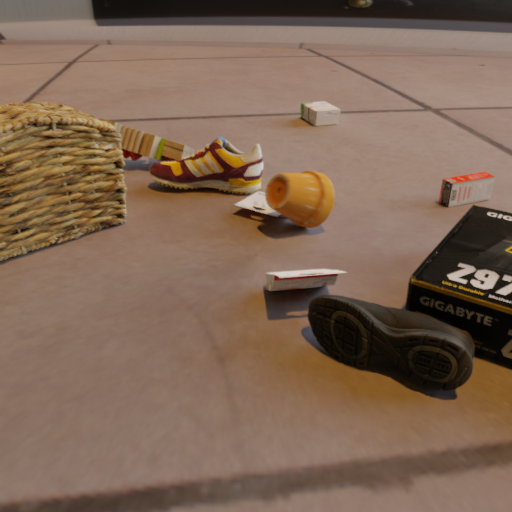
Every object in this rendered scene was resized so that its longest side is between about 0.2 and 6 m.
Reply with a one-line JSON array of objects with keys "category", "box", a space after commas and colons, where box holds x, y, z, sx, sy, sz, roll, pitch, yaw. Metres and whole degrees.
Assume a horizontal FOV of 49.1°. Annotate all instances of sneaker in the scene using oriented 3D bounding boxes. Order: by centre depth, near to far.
[{"category": "sneaker", "box": [1.623, 0.964, 6.844, 2.083, 0.791, 0.946, 20, 22, 27]}, {"category": "sneaker", "box": [-1.041, -1.974, 11.667, 2.400, 1.081, 0.899, 5, 24, 3]}]

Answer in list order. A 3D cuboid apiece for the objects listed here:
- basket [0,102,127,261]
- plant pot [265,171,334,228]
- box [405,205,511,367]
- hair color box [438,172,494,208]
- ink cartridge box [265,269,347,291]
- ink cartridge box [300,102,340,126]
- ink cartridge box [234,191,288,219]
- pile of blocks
[{"category": "basket", "box": [-4.204, -1.516, 9.641, 3.205, 2.287, 2.387, -23, 37, -36]}, {"category": "plant pot", "box": [0.700, -1.045, 9.819, 0.919, 1.004, 1.004, 8, 18, -41]}, {"category": "box", "box": [4.176, 0.539, 7.343, 3.623, 0.894, 2.893, 18, 35, 30]}, {"category": "hair color box", "box": [4.181, -1.320, 11.133, 1.045, 0.530, 0.320, -11, 31, -20]}, {"category": "ink cartridge box", "box": [0.680, 0.355, 7.815, 0.940, 0.291, 1.159, -4, 3, -8]}, {"category": "ink cartridge box", "box": [1.884, -4.202, 16.529, 0.803, 0.464, 1.099, -9, 30, -16]}, {"category": "ink cartridge box", "box": [0.220, -0.915, 10.715, 1.009, 0.220, 0.876, 18, 34, 30]}, {"category": "pile of blocks", "box": [-2.588, -2.476, 12.909, 2.238, 0.695, 0.919, 17, 5, -10]}]
